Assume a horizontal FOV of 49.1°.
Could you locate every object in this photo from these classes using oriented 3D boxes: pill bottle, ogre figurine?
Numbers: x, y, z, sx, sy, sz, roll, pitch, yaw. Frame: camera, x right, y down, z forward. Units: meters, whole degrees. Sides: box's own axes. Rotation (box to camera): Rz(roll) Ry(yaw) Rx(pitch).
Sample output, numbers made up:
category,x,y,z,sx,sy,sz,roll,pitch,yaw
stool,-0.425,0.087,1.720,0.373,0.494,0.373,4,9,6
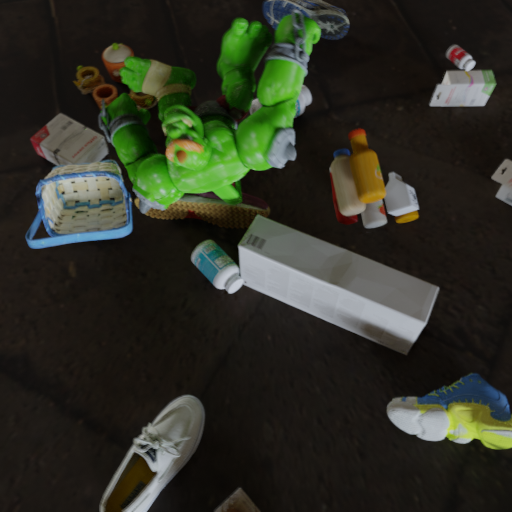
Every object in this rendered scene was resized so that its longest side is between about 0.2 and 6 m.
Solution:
category,x,y,z,sx,sy,sz,roll,pitch,yaw
pill bottle,-0.731,0.233,10.843,0.595,0.595,1.074,-35,65,-20
ogre figurine,-0.883,-2.481,10.315,4.549,2.232,2.727,-10,71,4
pill bottle,0.597,-3.504,13.067,1.376,0.763,0.763,-29,63,-17
pill bottle,5.200,-5.006,14.227,0.384,0.384,0.685,-28,62,-16

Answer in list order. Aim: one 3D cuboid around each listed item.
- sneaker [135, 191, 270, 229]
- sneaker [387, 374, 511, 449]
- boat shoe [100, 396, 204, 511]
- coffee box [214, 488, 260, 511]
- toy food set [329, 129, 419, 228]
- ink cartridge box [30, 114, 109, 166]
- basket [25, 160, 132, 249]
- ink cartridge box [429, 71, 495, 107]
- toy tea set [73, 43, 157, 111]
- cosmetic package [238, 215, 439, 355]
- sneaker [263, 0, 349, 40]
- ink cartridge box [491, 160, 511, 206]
category,x,y,z,sx,sy,sz,roll,pitch,yaw
sneaker,-1.053,-1.391,11.564,2.791,1.046,1.258,8,66,3
sneaker,3.262,2.502,9.414,2.158,0.817,1.133,14,47,0
boat shoe,-1.645,3.120,8.811,0.859,0.991,2.326,31,63,18
coffee box,-0.464,4.203,8.450,1.170,0.467,0.669,-38,65,-21
toy food set,2.188,-1.368,10.772,1.332,2.790,1.255,-17,77,31
ink cartridge box,-4.154,-2.458,12.535,1.343,0.556,0.985,30,63,17
basket,-3.307,-0.925,10.917,1.901,1.500,2.156,-5,33,-2
ink cartridge box,4.850,-3.975,13.331,1.348,0.789,0.454,-1,64,-1
toy tea set,-3.270,-4.102,13.317,1.547,0.963,2.601,-32,63,-18
cosmetic package,1.387,0.514,10.202,3.436,1.418,0.870,23,60,13
sneaker,1.335,-6.411,14.937,2.316,0.892,0.987,15,49,1
ink cartridge box,5.697,-1.420,11.958,1.310,0.441,0.767,36,65,20
